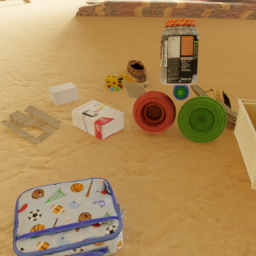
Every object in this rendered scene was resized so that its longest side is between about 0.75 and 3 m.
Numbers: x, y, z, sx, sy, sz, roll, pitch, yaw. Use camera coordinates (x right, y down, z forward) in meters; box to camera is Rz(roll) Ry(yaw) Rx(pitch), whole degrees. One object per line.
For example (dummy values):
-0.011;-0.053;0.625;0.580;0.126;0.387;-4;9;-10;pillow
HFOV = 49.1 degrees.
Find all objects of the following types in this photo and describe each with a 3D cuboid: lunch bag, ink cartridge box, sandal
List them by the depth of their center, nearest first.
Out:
-1.190;1.967;5.915;2.261;0.854;1.812;-9;35;-11;lunch bag
-1.038;-0.310;9.651;1.502;0.643;1.109;26;41;32;ink cartridge box
3.407;-0.981;10.232;1.089;0.732;2.711;24;16;-42;sandal

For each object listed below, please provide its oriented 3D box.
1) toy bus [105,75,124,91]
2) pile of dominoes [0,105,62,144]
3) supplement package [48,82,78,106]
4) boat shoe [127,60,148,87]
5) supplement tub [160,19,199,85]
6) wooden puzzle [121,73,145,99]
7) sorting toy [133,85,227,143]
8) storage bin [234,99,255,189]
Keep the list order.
-0.552;-2.124;12.599;1.026;0.530;0.968;-27;41;-35;toy bus
-3.328;-0.101;9.830;1.877;0.299;1.463;26;40;22;pile of dominoes
-2.629;-1.390;11.383;0.989;0.592;0.600;-20;38;-28;supplement package
0.460;-2.805;13.357;0.910;0.854;2.527;-4;33;-6;boat shoe
1.484;-2.168;8.110;1.086;1.772;1.086;0;13;0;supplement tub
0.277;-1.337;9.966;1.013;1.501;0.176;24;65;26;wooden puzzle
1.693;-0.644;9.325;2.996;1.800;1.230;9;18;9;sorting toy
4.656;0.433;7.887;2.726;1.287;2.746;4;32;7;storage bin
